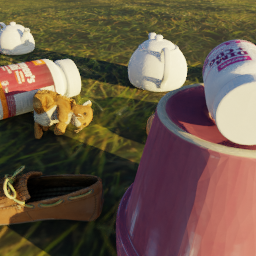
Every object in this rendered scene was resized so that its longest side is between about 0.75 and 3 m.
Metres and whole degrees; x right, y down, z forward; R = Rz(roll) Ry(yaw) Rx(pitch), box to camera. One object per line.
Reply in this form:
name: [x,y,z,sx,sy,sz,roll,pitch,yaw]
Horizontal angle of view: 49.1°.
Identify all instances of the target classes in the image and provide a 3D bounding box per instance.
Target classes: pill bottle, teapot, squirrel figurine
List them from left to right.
teapot: [-5.323,-4.266,13.123,1.804,1.317,1.780,-5,30,-6]
pill bottle: [-2.659,-1.177,7.836,2.441,1.338,1.338,-21,36,-32]
squirrel figurine: [-1.618,-0.474,7.016,1.387,1.052,1.487,-2,33,-16]
teapot: [1.008,-2.290,9.461,2.206,1.611,2.178,24,38,33]
pill bottle: [1.083,-0.388,2.693,0.671,0.671,1.184,5,31,9]

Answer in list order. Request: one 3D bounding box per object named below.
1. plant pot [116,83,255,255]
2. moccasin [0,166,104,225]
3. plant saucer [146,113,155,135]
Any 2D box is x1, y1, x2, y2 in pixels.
plant pot: [1.125,0.803,3.508,2.580,2.309,2.580,0,31,0]
moccasin: [-1.568,1.041,4.474,2.340,0.903,0.856,3,30,4]
plant saucer: [1.588,-0.045,6.880,2.255,0.364,2.255,1,31,0]
